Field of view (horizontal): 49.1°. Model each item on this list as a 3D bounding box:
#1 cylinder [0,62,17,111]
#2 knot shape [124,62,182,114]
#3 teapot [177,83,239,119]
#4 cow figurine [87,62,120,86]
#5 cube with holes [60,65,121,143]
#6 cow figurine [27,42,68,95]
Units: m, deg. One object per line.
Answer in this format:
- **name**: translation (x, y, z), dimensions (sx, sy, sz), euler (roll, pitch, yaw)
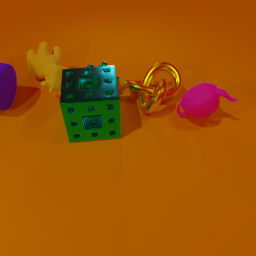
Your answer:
- **cylinder**: translation (-3.941, -1.213, 7.706), dimensions (1.291, 1.291, 1.291), euler (9, 47, -1)
- **knot shape**: translation (0.816, -1.251, 8.076), dimensions (1.559, 0.770, 1.666), euler (-32, 43, -8)
- **teapot**: translation (1.984, -0.670, 7.303), dimensions (1.651, 0.808, 1.027), euler (-18, 25, 37)
- **cow figurine**: translation (-0.731, -1.470, 8.345), dimensions (0.953, 0.523, 0.937), euler (-16, 92, -26)
- **cube with holes**: translation (-0.932, -0.624, 7.264), dimensions (1.357, 1.357, 1.357), euler (-5, 47, -4)
- **cow figurine**: translation (-2.471, -1.734, 8.572), dimensions (1.673, 0.918, 1.646), euler (-9, 79, 40)
